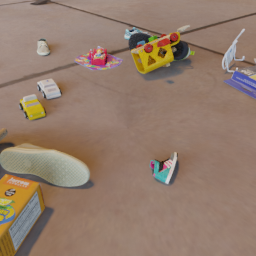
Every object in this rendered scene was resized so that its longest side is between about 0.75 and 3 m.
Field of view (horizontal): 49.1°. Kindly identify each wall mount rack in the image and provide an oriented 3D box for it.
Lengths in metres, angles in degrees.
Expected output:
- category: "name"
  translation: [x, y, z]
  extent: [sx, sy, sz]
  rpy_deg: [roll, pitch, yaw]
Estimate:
- category: "wall mount rack"
  translation: [3.714, -2.678, 9.739]
  extent: [0.517, 1.205, 1.387]
  rpy_deg: [10, 47, 36]

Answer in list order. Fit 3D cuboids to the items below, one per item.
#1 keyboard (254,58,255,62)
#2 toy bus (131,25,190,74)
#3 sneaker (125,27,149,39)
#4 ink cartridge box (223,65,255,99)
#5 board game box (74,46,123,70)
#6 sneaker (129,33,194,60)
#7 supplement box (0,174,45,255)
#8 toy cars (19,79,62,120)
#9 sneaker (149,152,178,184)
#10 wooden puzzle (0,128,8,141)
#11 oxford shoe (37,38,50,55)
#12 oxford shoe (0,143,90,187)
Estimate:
- category: "keyboard"
  translation: [5.856, -2.479, 10.639]
  extent: [1.958, 0.104, 0.551]
  rpy_deg: [5, 30, 7]
- category: "toy bus"
  translation: [1.118, -2.576, 9.583]
  extent: [1.956, 1.011, 1.846]
  rpy_deg: [-7, 26, 33]
- category: "sneaker"
  translation: [0.416, -4.402, 12.987]
  extent: [1.157, 0.499, 0.449]
  rpy_deg: [-9, 36, -13]
- category: "ink cartridge box"
  translation: [4.274, -1.506, 8.999]
  extent: [1.665, 0.391, 1.646]
  rpy_deg: [-16, 38, -25]
- category: "board game box"
  translation: [-1.161, -2.767, 10.787]
  extent: [1.487, 0.366, 1.882]
  rpy_deg: [-29, 44, -35]
- category: "sneaker"
  translation: [1.274, -3.088, 11.049]
  extent: [2.639, 0.946, 1.093]
  rpy_deg: [21, 17, 25]
- category: "supplement box"
  translation: [-2.111, 1.713, 4.103]
  extent: [0.745, 0.771, 2.240]
  rpy_deg: [11, 34, 11]
- category: "toy cars"
  translation: [-2.557, -0.994, 8.168]
  extent: [0.972, 0.480, 2.169]
  rpy_deg: [6, 35, 8]
- category: "sneaker"
  translation: [0.718, 0.755, 5.826]
  extent: [0.510, 0.353, 0.845]
  rpy_deg: [19, 40, 10]
- category: "wooden puzzle"
  translation: [-4.049, 0.718, 5.207]
  extent: [2.919, 0.543, 2.700]
  rpy_deg: [-8, 15, -4]
- category: "oxford shoe"
  translation: [-3.537, -3.385, 11.647]
  extent: [0.517, 0.397, 1.376]
  rpy_deg: [-6, 38, -14]
- category: "oxford shoe"
  translation: [-1.638, 0.694, 5.666]
  extent: [1.917, 0.721, 0.553]
  rpy_deg: [9, 15, 14]
